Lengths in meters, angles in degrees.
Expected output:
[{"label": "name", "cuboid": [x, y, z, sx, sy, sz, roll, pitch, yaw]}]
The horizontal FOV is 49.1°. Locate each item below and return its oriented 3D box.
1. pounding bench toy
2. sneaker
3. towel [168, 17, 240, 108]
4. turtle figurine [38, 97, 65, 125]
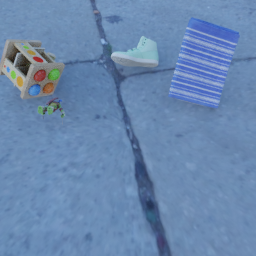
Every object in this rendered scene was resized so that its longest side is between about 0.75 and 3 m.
[{"label": "pounding bench toy", "cuboid": [-2.776, -1.887, 9.071, 1.531, 1.219, 1.963, 43, 33, 17]}, {"label": "sneaker", "cuboid": [0.241, -2.765, 9.998, 1.721, 0.633, 1.015, 3, 80, -14]}, {"label": "towel", "cuboid": [2.320, -1.912, 8.477, 1.748, 2.415, 0.288, 12, 9, -16]}, {"label": "turtle figurine", "cuboid": [-2.217, -0.411, 8.162, 0.654, 0.881, 0.909, 37, 102, 6]}]
